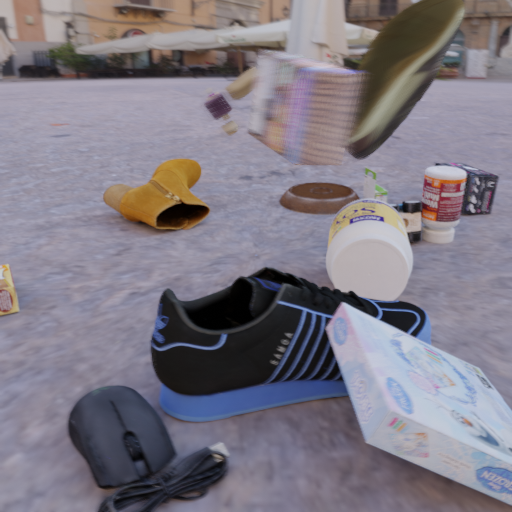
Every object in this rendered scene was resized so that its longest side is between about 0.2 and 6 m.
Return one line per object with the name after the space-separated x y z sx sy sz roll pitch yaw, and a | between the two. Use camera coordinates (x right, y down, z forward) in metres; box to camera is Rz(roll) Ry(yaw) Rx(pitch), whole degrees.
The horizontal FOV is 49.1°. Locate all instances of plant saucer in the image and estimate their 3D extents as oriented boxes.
1.461 -1.345 12.679 1.882 0.324 1.882 0 23 0 | plant saucer

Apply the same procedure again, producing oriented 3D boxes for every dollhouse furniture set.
-0.493 -3.877 13.469 1.447 1.147 1.027 -35 46 8 | dollhouse furniture set

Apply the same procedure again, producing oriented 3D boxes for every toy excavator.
2.703 -0.729 10.741 1.440 0.740 1.481 -8 12 -15 | toy excavator

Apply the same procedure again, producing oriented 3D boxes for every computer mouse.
-1.157 1.615 5.089 1.201 0.457 1.734 -17 27 -34 | computer mouse

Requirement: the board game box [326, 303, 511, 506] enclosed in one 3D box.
1.581 1.283 5.022 1.741 0.380 1.750 27 18 -13 | board game box

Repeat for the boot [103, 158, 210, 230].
-1.611 -1.239 11.806 1.968 0.967 2.749 24 35 34 | boot

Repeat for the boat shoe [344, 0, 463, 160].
2.075 -2.610 8.232 0.983 0.904 2.751 31 78 38 | boat shoe

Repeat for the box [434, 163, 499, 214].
4.519 -1.484 12.258 0.757 0.872 1.320 -2 21 -16 | box

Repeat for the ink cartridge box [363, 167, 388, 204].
2.621 -1.487 12.294 0.322 0.850 0.628 -5 22 -12 | ink cartridge box

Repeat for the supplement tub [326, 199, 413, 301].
1.646 -0.064 8.234 1.214 1.214 1.669 3 22 8 | supplement tub

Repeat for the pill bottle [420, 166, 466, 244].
3.395 -0.936 10.285 0.719 1.313 0.719 1 22 0 | pill bottle

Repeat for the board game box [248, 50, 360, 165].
0.538 -1.876 7.026 0.673 1.108 1.390 -4 29 -25 | board game box

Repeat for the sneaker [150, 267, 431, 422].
0.532 0.754 6.084 3.348 1.304 1.174 -10 23 -23 | sneaker

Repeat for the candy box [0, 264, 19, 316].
-4.155 0.582 7.688 1.572 0.435 0.908 -10 24 -24 | candy box
